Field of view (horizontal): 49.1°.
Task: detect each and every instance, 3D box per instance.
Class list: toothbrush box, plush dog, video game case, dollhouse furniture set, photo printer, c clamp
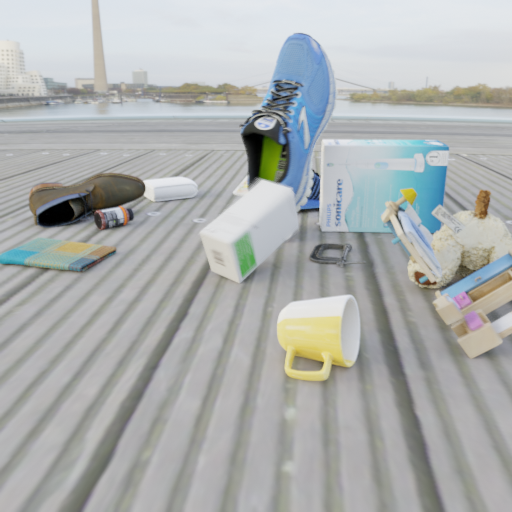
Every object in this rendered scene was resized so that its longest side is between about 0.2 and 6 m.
[{"bbox_3d":[2.794,-1.589,12.658,2.682,1.964,1.144,0,18,4],"label":"toothbrush box"},{"bbox_3d":[3.607,-0.164,9.526,2.028,1.627,1.742,4,-6,11],"label":"plush dog"},{"bbox_3d":[-0.104,-1.901,14.814,0.840,0.106,0.923,-52,34,-15],"label":"video game case"},{"bbox_3d":[2.708,-0.065,7.503,1.269,1.944,1.835,-35,11,16],"label":"dollhouse furniture set"},{"bbox_3d":[-2.429,-1.925,16.012,1.415,0.492,1.178,-9,20,-25],"label":"photo printer"},{"bbox_3d":[1.571,-0.020,10.834,1.063,0.169,1.245,-2,19,11],"label":"c clamp"}]

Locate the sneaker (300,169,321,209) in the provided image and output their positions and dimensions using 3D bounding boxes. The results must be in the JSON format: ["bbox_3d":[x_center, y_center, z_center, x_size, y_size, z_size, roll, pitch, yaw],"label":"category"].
[{"bbox_3d":[1.459,-1.814,14.564,2.796,1.089,0.981,-8,13,-35],"label":"sneaker"}]

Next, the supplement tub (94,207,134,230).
[{"bbox_3d":[-3.268,-0.886,12.939,0.850,0.455,0.455,-15,24,-39],"label":"supplement tub"}]

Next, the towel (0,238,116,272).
[{"bbox_3d":[-3.796,-0.016,10.744,1.819,0.197,1.334,7,20,15],"label":"towel"}]

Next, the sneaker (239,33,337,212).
[{"bbox_3d":[0.594,-2.615,10.936,1.398,3.559,1.586,10,1,27],"label":"sneaker"}]

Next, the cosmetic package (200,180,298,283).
[{"bbox_3d":[-0.085,-0.464,9.870,0.739,0.938,1.742,22,51,36],"label":"cosmetic package"}]

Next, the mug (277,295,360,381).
[{"bbox_3d":[0.710,0.933,6.877,0.889,0.867,1.082,0,10,25],"label":"mug"}]

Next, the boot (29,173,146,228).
[{"bbox_3d":[-4.029,-1.241,13.539,2.816,1.052,1.365,-10,34,-12],"label":"boot"}]

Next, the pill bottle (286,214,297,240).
[{"bbox_3d":[0.520,-0.836,12.200,0.740,0.740,1.321,0,26,1],"label":"pill bottle"}]
